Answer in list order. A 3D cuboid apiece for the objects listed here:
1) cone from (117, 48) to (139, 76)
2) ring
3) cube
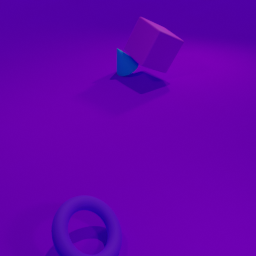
[{"bbox_3d":[-0.213,-2.706,10.871,0.973,0.977,0.973,-17,46,18],"label":"cone"},{"bbox_3d":[-0.624,1.641,4.446,1.205,0.241,1.205,24,41,-23],"label":"ring"},{"bbox_3d":[0.936,-3.051,10.394,1.350,1.350,1.350,6,34,-41],"label":"cube"}]
